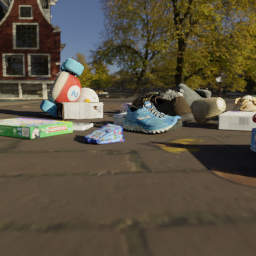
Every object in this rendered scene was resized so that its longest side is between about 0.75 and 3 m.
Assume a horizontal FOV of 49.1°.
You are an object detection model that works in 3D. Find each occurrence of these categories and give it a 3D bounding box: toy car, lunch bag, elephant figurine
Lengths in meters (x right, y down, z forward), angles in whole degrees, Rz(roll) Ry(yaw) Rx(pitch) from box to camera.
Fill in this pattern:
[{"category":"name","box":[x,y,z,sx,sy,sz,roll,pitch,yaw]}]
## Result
[{"category":"toy car","box":[-2.287,-1.411,13.226,2.784,2.566,2.462,28,-3,-20]},{"category":"lunch bag","box":[-0.565,0.198,6.255,0.768,0.361,0.578,-20,18,-33]},{"category":"elephant figurine","box":[3.537,-1.364,14.343,2.303,1.629,1.786,16,37,2]}]

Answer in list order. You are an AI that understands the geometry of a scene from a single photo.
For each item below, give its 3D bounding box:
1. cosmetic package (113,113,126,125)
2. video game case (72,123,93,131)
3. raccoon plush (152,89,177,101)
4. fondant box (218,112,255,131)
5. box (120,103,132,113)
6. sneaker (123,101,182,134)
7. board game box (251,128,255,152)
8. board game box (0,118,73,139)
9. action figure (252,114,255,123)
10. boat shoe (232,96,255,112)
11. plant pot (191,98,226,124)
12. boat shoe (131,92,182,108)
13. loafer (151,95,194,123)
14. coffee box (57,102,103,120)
[{"category":"cosmetic package","box":[-0.036,-0.323,9.846,0.536,0.391,1.055,3,10,29]},{"category":"video game case","box":[-1.732,-0.044,8.677,1.072,0.123,0.977,0,7,11]},{"category":"raccoon plush","box":[1.920,-0.772,11.766,2.134,1.032,1.430,17,39,-9]},{"category":"fondant box","box":[3.576,-0.234,8.763,1.171,0.473,1.623,4,7,29]},{"category":"box","box":[0.899,-1.096,15.296,2.674,0.517,0.554,-3,8,-20]},{"category":"sneaker","box":[0.601,-0.319,7.795,1.952,0.878,0.765,7,10,42]},{"category":"board game box","box":[3.590,0.343,4.157,2.681,0.491,2.028,-1,8,0]},{"category":"board game box","box":[-2.840,-0.021,7.723,2.184,0.318,1.469,4,9,30]},{"category":"action figure","box":[2.807,-0.117,4.499,1.544,0.399,0.505,3,12,40]},{"category":"boat shoe","box":[4.786,-0.821,11.336,1.037,0.973,2.813,1,7,6]},{"category":"plant pot","box":[2.751,-0.667,9.389,0.877,0.877,0.936,-5,-11,-33]},{"category":"boat shoe","box":[1.243,-1.257,13.419,2.744,0.978,0.826,-6,4,34]},{"category":"loafer","box":[1.024,-0.535,8.762,0.905,0.885,2.480,-6,0,-38]},{"category":"coffee box","box":[-2.055,-0.754,11.920,1.736,0.693,0.981,-4,8,-27]}]
